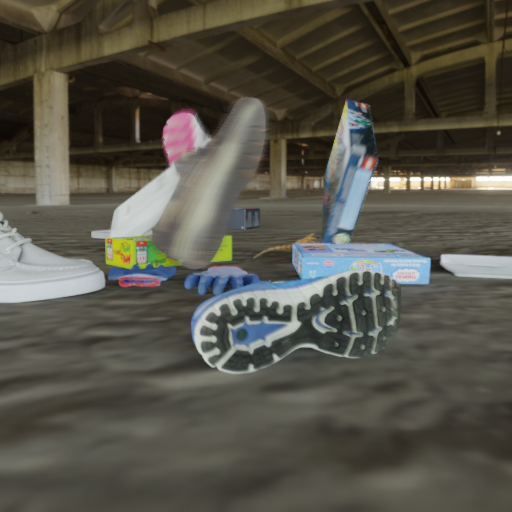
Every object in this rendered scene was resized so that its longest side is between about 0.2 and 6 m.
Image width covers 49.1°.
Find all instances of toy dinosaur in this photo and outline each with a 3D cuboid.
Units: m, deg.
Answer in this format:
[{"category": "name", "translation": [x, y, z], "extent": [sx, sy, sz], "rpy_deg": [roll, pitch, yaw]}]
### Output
[{"category": "toy dinosaur", "translation": [0.833, -0.160, 10.771], "extent": [1.609, 0.486, 0.855], "rpy_deg": [4, 9, 34]}]

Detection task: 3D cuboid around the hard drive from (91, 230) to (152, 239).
[{"category": "hard drive", "translation": [-3.829, -0.642, 16.058], "extent": [0.955, 0.190, 1.449], "rpy_deg": [4, 7, 33]}]

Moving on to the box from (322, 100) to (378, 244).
[{"category": "box", "translation": [2.025, -1.905, 12.481], "extent": [0.588, 2.133, 3.122], "rpy_deg": [12, 35, 0]}]

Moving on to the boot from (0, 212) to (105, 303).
[{"category": "boot", "translation": [-3.283, -0.131, 7.011], "extent": [2.689, 1.285, 0.989], "rpy_deg": [0, 7, -3]}]

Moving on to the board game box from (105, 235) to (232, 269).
[{"category": "board game box", "translation": [-1.580, -0.117, 10.303], "extent": [2.068, 0.492, 1.050], "rpy_deg": [-6, 9, -40]}]

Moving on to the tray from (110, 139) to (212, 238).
[{"category": "tray", "translation": [-1.764, -1.294, 11.049], "extent": [3.135, 0.348, 1.683], "rpy_deg": [-35, 28, 10]}]

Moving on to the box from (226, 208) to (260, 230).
[{"category": "box", "translation": [-0.709, -1.297, 19.386], "extent": [1.344, 0.700, 1.224], "rpy_deg": [3, 8, 24]}]

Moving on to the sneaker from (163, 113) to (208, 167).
[{"category": "sneaker", "translation": [-1.278, -1.680, 12.370], "extent": [1.069, 2.897, 1.267], "rpy_deg": [-18, -22, 20]}]

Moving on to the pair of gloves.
[{"category": "pair of gloves", "translation": [-1.038, 0.316, 7.830], "extent": [2.129, 0.242, 1.711], "rpy_deg": [1, 5, -4]}]

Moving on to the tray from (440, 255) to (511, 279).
[{"category": "tray", "translation": [4.049, 0.190, 8.767], "extent": [2.238, 0.248, 1.202], "rpy_deg": [2, 8, 18]}]

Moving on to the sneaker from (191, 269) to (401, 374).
[{"category": "sneaker", "translation": [0.348, 0.437, 4.631], "extent": [1.884, 0.740, 0.840], "rpy_deg": [-3, 10, -20]}]

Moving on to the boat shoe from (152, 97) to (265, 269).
[{"category": "boat shoe", "translation": [-0.800, -1.307, 9.004], "extent": [1.106, 3.018, 1.124], "rpy_deg": [20, -15, 18]}]

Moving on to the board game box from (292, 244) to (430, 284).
[{"category": "board game box", "translation": [1.519, 0.083, 8.853], "extent": [1.769, 0.428, 2.339], "rpy_deg": [0, 7, 1]}]
